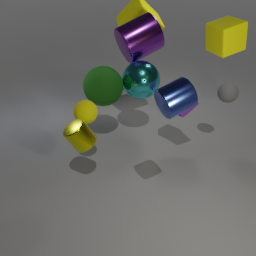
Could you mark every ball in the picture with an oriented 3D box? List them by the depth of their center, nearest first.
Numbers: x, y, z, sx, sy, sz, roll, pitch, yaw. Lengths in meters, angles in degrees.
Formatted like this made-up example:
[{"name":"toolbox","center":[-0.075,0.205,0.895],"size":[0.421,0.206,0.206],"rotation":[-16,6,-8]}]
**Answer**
[{"name":"ball","center":[-1.247,-0.472,8.242],"size":[0.700,0.700,0.700],"rotation":[0,32,0]},{"name":"ball","center":[3.439,-1.219,9.636],"size":[0.700,0.700,0.700],"rotation":[0,32,0]},{"name":"ball","center":[-0.868,-1.462,9.811],"size":[1.400,1.400,1.400],"rotation":[0,32,0]},{"name":"ball","center":[0.474,-1.742,10.185],"size":[1.400,1.400,1.400],"rotation":[0,32,0]}]

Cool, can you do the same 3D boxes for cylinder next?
[{"name":"cylinder","center":[1.032,-0.653,6.085],"size":[0.700,0.700,0.700],"rotation":[-28,38,-9]},{"name":"cylinder","center":[-1.349,0.219,7.884],"size":[0.700,0.700,0.700],"rotation":[-24,33,17]},{"name":"cylinder","center":[0.410,-3.312,10.358],"size":[1.400,1.400,1.400],"rotation":[-29,38,-6]}]

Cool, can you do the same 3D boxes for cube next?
[{"name":"cube","center":[2.392,-2.243,6.860],"size":[0.700,0.700,0.700],"rotation":[-23,39,-13]},{"name":"cube","center":[1.881,-0.859,9.627],"size":[0.700,0.700,0.700],"rotation":[-41,3,3]},{"name":"cube","center":[0.510,-4.596,12.205],"size":[1.400,1.400,1.400],"rotation":[30,32,-34]}]
